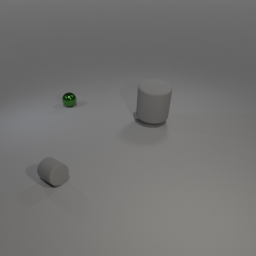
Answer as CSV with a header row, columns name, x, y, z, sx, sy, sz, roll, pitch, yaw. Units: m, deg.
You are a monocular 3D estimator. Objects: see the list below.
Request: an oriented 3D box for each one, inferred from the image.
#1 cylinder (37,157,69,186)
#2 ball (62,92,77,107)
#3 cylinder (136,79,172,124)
name,x,y,z,sx,sy,sz,roll,pitch,yaw
cylinder,-2.303,1.329,8.608,0.700,0.700,0.700,19,34,38
ball,-2.862,-1.392,13.679,0.700,0.700,0.700,0,28,0
cylinder,1.079,-1.130,11.770,1.400,1.400,1.400,2,36,-1
